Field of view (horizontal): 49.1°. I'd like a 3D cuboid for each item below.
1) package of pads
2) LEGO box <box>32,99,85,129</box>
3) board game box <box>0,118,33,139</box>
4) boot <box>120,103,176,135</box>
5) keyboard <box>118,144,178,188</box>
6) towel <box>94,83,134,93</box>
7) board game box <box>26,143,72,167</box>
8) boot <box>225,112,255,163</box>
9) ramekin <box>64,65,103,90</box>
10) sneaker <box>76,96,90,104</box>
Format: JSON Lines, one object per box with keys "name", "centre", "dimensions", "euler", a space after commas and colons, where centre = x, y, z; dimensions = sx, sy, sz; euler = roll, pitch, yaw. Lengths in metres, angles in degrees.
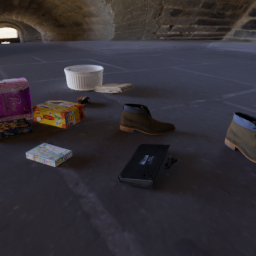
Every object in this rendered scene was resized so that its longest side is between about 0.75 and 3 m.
{"name": "package of pads", "centre": [-5.454, -0.980, 11.380], "dimensions": [2.919, 1.759, 1.104], "euler": [-13, 25, -28]}
{"name": "LEGO box", "centre": [-2.933, -0.643, 11.971], "dimensions": [1.778, 0.686, 1.324], "euler": [12, 25, 27]}
{"name": "board game box", "centre": [-4.687, 0.029, 10.862], "dimensions": [1.639, 0.284, 1.110], "euler": [-13, 25, -29]}
{"name": "boot", "centre": [0.761, -0.362, 10.798], "dimensions": [2.178, 1.056, 0.814], "euler": [3, 22, 7]}
{"name": "keyboard", "centre": [0.728, 1.065, 8.367], "dimensions": [1.414, 0.302, 2.355], "euler": [1, 22, 19]}
{"name": "towel", "centre": [-0.791, -2.354, 16.444], "dimensions": [2.097, 0.361, 1.389], "euler": [10, 22, 40]}
{"name": "board game box", "centre": [-2.523, 0.843, 8.979], "dimensions": [1.211, 0.207, 0.814], "euler": [12, 25, 27]}
{"name": "boot", "centre": [4.120, 0.354, 8.873], "dimensions": [0.915, 1.187, 2.449], "euler": [-13, 26, -29]}
{"name": "ramekin", "centre": [-2.707, -3.162, 17.493], "dimensions": [2.392, 1.166, 2.392], "euler": [0, 23, 0]}
{"name": "sneaker", "centre": [-2.246, -1.375, 14.184], "dimensions": [0.510, 0.369, 1.044], "euler": [3, 21, 13]}
